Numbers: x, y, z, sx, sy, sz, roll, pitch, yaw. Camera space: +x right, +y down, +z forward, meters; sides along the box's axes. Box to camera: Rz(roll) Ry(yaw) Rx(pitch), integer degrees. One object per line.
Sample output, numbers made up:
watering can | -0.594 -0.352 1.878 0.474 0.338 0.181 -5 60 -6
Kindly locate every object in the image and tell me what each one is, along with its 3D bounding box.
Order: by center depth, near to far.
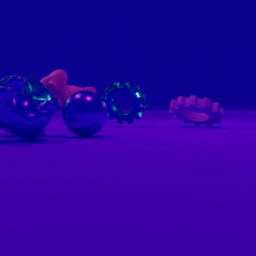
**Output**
cow figurine | -2.048 -0.196 4.602 1.435 1.412 0.788 37 30 -19
ball | -0.809 -0.274 5.278 0.859 0.859 0.859 0 4 0
teapot | -2.194 -0.506 5.420 1.926 1.197 0.943 7 -16 14
cow figurine | -1.440 -0.648 6.694 1.429 1.452 0.797 -12 4 -42
gear | 1.958 -0.468 8.091 1.500 0.277 1.500 13 -17 4
gear | -0.132 -0.729 8.190 1.284 1.284 0.238 1 29 12
